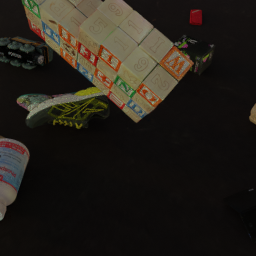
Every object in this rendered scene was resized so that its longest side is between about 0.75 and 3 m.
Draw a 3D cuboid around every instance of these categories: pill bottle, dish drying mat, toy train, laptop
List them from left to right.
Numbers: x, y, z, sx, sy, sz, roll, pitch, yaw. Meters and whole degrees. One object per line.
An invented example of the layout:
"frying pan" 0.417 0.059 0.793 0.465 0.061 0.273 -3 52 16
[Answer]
"pill bottle" -2.950 1.169 6.430 0.951 0.951 1.748 1 47 1
"toy train" -3.864 -2.854 10.404 2.172 0.925 1.238 19 37 20
"dish drying mat" 3.186 -5.205 13.112 0.534 0.127 1.390 8 47 7
"laptop" 2.827 1.923 6.332 0.901 0.525 1.016 -17 74 -15

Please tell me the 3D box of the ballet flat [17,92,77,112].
"ballet flat" -2.335 -0.654 8.452 2.053 0.710 0.730 -3 66 -3

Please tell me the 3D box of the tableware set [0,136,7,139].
"tableware set" -4.421 0.436 7.450 2.431 0.487 1.607 20 49 18

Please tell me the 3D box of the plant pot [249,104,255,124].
"plant pot" 4.054 -0.312 7.912 1.042 1.042 0.954 -29 42 -25

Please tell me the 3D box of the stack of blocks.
"stack of blocks" -0.456 -1.450 4.824 2.804 1.615 0.821 41 74 -2

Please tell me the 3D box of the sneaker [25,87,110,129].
"sneaker" -1.605 -0.395 7.866 2.440 0.909 1.033 -22 87 -14

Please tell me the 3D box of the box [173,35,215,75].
"box" 2.328 -2.686 10.219 1.302 0.809 0.967 30 53 26
